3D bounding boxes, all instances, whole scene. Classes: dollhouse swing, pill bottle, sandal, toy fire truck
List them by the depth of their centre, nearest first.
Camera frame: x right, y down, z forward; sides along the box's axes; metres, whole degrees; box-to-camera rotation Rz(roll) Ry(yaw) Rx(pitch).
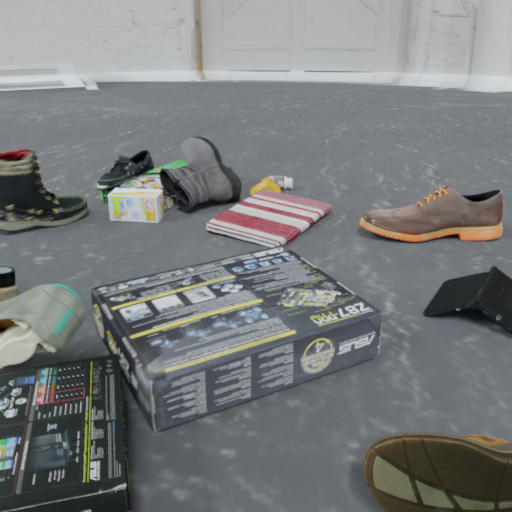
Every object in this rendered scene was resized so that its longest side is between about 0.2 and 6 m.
[{"bbox_3d":[2.224,2.054,5.342,2.459,1.005,0.671,-3,7,-3],"label":"sandal"},{"bbox_3d":[-4.708,0.842,8.096,1.707,1.248,1.939,12,16,25],"label":"toy fire truck"},{"bbox_3d":[0.240,-1.691,14.886,0.593,0.573,0.652,38,23,-18],"label":"dollhouse swing"},{"bbox_3d":[0.669,-1.996,15.338,0.626,0.364,0.364,5,24,12],"label":"pill bottle"}]

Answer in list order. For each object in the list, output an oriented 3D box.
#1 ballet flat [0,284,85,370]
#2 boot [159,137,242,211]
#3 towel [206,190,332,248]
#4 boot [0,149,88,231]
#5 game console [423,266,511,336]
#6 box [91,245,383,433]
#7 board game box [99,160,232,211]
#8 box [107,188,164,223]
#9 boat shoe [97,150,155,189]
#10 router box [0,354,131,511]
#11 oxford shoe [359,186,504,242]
[{"bbox_3d":[-3.113,1.008,6.887,2.607,0.879,0.830,-20,37,37],"label":"ballet flat"},{"bbox_3d":[-1.717,-2.218,14.330,1.771,0.939,2.690,-12,42,-34],"label":"boot"},{"bbox_3d":[0.342,-0.865,12.857,1.926,0.304,2.674,15,29,27],"label":"towel"},{"bbox_3d":[-4.746,-1.497,12.392,2.201,1.662,0.794,-16,39,-39],"label":"boot"},{"bbox_3d":[3.661,0.825,9.122,1.300,0.860,1.478,41,37,12],"label":"game console"},{"bbox_3d":[-0.353,0.911,8.058,3.379,0.830,2.724,-13,25,-27],"label":"box"},{"bbox_3d":[-2.340,-1.992,15.315,1.884,0.422,3.597,9,25,26],"label":"board game box"},{"bbox_3d":[-2.792,-1.189,13.110,1.169,0.657,0.592,3,24,5],"label":"box"},{"bbox_3d":[-3.700,-2.515,15.996,0.886,0.787,2.372,13,27,27],"label":"boat shoe"},{"bbox_3d":[-2.196,1.981,5.729,1.699,0.704,2.268,-6,23,-13],"label":"router box"},{"bbox_3d":[3.760,-0.980,12.033,3.075,1.121,1.096,-2,24,-4],"label":"oxford shoe"}]
